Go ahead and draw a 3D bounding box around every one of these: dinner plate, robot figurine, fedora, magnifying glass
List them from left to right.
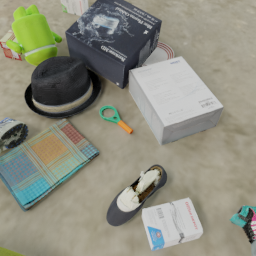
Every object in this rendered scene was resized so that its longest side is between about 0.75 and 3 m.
[{"bbox_3d":[-3.580,-3.459,10.843,2.023,2.306,1.334,-31,19,-37],"label":"robot figurine"},{"bbox_3d":[-2.361,-1.676,9.920,2.825,1.290,2.825,0,53,0],"label":"fedora"},{"bbox_3d":[-0.399,-0.289,9.581,0.591,0.166,1.486,-37,62,-25],"label":"magnifying glass"},{"bbox_3d":[0.998,-3.014,11.622,1.825,0.221,1.825,0,53,0],"label":"dinner plate"}]

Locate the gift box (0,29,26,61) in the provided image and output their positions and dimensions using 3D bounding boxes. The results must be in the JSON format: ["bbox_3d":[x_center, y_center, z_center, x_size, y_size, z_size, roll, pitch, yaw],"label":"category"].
[{"bbox_3d":[-4.544,-3.476,11.496,0.942,1.021,0.953,17,53,7],"label":"gift box"}]

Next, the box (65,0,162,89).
[{"bbox_3d":[-0.501,-3.329,10.560,2.554,1.525,2.597,32,68,10],"label":"box"}]

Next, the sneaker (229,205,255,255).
[{"bbox_3d":[3.018,2.546,7.128,0.842,0.583,1.394,18,47,8],"label":"sneaker"}]

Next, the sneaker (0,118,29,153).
[{"bbox_3d":[-4.385,0.507,8.619,1.073,0.970,2.518,30,50,32],"label":"sneaker"}]

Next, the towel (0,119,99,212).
[{"bbox_3d":[-2.507,0.950,8.550,2.723,0.295,1.997,-37,62,-25],"label":"towel"}]

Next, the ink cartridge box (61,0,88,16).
[{"bbox_3d":[-2.557,-5.981,13.452,1.231,0.896,0.517,19,55,14],"label":"ink cartridge box"}]

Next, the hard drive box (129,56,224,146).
[{"bbox_3d":[1.504,-1.031,9.568,2.139,1.054,2.745,-17,55,-13],"label":"hard drive box"}]

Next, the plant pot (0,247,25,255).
[{"bbox_3d":[-3.182,3.318,5.907,2.143,2.005,2.005,6,52,-12],"label":"plant pot"}]

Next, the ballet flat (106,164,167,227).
[{"bbox_3d":[0.248,1.743,7.660,2.188,0.799,0.799,-37,61,-24],"label":"ballet flat"}]

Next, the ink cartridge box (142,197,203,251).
[{"bbox_3d":[1.111,2.471,7.219,1.311,0.549,0.951,-11,54,-9],"label":"ink cartridge box"}]
